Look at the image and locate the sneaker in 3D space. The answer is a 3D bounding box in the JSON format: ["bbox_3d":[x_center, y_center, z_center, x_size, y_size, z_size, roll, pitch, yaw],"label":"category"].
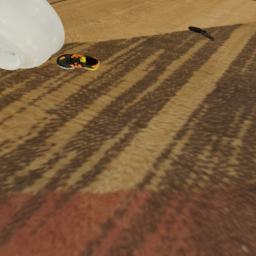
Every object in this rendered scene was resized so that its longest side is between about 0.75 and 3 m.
[{"bbox_3d":[-1.186,-1.624,6.722,1.034,0.362,0.465,2,-2,-16],"label":"sneaker"}]

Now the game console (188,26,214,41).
[{"bbox_3d":[1.926,-2.457,7.274,0.460,0.094,0.780,-2,39,-31],"label":"game console"}]

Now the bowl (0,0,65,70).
[{"bbox_3d":[-1.762,-1.334,4.041,1.536,1.536,0.691,9,65,12],"label":"bowl"}]
